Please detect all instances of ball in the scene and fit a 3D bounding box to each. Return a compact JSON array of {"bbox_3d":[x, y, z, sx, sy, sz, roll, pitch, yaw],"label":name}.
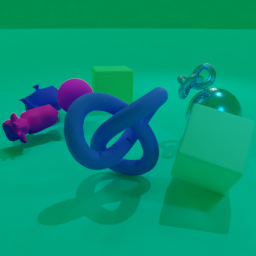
[{"bbox_3d":[2.162,-0.324,7.118,1.395,1.395,1.395,0,21,0],"label":"ball"},{"bbox_3d":[-1.473,-0.879,7.876,1.015,1.015,1.015,0,21,0],"label":"ball"}]

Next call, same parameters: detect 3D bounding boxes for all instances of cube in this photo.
[{"bbox_3d":[-0.592,-1.502,10.140,1.313,1.313,1.313,-3,20,-12],"label":"cube"},{"bbox_3d":[1.462,0.394,4.977,1.052,1.052,1.052,19,63,12],"label":"cube"}]

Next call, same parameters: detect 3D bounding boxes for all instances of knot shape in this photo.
[{"bbox_3d":[1.604,-1.169,6.971,1.067,0.493,0.998,-34,14,4],"label":"knot shape"},{"bbox_3d":[-0.007,-0.024,5.107,1.916,2.047,0.946,-44,45,4],"label":"knot shape"}]

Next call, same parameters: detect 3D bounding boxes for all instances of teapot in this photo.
[{"bbox_3d":[-2.652,-0.851,8.628,1.266,0.997,2.036,-20,14,18],"label":"teapot"}]

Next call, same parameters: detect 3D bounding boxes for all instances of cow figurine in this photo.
[{"bbox_3d":[-2.420,-0.152,7.126,1.402,0.770,1.380,-23,11,-16],"label":"cow figurine"}]
